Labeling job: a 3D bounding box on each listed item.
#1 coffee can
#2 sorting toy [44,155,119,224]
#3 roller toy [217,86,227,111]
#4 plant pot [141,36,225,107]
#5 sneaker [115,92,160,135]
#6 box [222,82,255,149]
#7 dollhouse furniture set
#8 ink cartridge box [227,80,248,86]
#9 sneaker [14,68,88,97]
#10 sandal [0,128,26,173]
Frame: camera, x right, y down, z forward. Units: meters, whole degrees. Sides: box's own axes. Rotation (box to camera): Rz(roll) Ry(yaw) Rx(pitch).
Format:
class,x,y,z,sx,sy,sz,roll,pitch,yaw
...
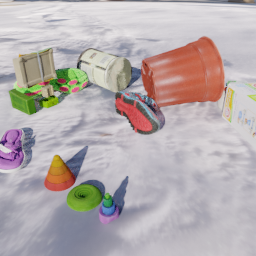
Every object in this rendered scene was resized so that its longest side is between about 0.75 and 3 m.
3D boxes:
class,x,y,z,sx,sy,sz,roll,pitch,yaw
coffee can,-0.970,-2.365,11.347,1.386,1.386,1.894,-25,38,-37
sorting toy,-1.018,1.139,5.792,2.129,0.733,0.738,24,37,37
roller toy,3.615,-1.001,9.560,0.983,0.753,1.078,-12,31,-20
plant pot,1.732,-1.758,9.646,2.231,2.294,2.294,-14,31,-6
sneaker,0.487,-0.634,8.714,1.164,0.966,2.436,-11,32,-22
box,3.856,-0.375,8.019,1.289,1.161,2.291,-5,30,-9
dollhouse furniture set,-3.226,-1.666,9.414,1.028,2.049,1.342,24,40,32
ink cartridge box,4.281,-1.450,10.682,0.729,0.439,1.003,-1,28,0
sneaker,-2.956,-1.897,10.849,2.800,1.074,1.173,-8,34,-17
sandal,-3.092,0.455,7.240,0.807,0.487,1.983,-9,31,-16
